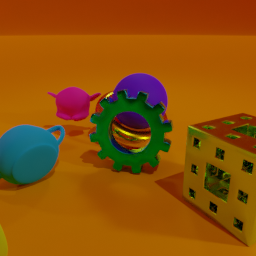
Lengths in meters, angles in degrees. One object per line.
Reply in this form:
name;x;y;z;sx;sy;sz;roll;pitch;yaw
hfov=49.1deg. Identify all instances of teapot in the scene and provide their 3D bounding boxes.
teapot;-1.767;0.413;4.663;1.663;1.034;0.814;-32;52;-28

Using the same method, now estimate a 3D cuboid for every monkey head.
monkey head;-1.273;-0.568;6.790;1.327;0.800;0.955;2;-2;10

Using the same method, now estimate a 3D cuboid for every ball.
ball;0.254;-0.582;6.150;1.224;1.224;1.224;0;20;0

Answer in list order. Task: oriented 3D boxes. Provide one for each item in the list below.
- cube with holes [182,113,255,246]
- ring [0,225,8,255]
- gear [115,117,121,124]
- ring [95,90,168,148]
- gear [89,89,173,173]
cube with holes;1.659;0.596;3.956;1.202;1.202;1.202;-12;23;-30
ring;-1.710;0.848;2.887;1.387;1.387;0.277;17;36;38
gear;0.089;-0.482;8.247;1.587;0.294;1.587;0;20;0
ring;0.112;-0.265;6.546;1.788;0.358;1.788;12;43;-11
gear;0.050;0.058;5.010;1.473;1.473;0.272;5;14;12
